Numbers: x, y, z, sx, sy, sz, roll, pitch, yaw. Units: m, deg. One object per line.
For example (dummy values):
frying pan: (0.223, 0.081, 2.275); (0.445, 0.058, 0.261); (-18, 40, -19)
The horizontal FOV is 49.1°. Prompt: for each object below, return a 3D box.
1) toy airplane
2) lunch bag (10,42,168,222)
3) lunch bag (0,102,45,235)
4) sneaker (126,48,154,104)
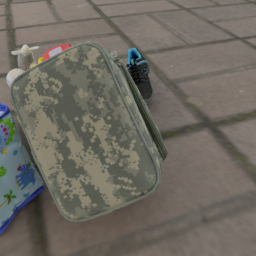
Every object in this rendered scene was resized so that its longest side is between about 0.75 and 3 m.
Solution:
toy airplane: (-2.452, -1.065, 7.521); (2.439, 2.429, 1.721); (13, 2, 44)
lunch bag: (-0.567, -0.061, 5.657); (2.053, 2.947, 2.472); (-25, 1, 10)
lunch bag: (-3.415, 0.438, 5.739); (2.871, 2.441, 1.830); (19, 47, 25)
sneaker: (0.249, -1.671, 9.231); (0.886, 0.992, 2.421); (-19, 44, 15)
